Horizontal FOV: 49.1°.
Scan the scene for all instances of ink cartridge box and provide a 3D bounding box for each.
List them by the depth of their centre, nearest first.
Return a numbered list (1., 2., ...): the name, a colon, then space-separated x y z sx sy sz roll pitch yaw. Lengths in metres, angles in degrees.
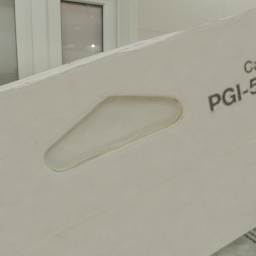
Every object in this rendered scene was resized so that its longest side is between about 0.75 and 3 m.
1. ink cartridge box: -0.445 0.048 2.360 1.983 1.120 2.702 -22 17 -16

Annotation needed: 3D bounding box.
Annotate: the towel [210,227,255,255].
1. towel: 1.326 0.672 2.253 2.223 0.399 2.309 -3 10 -14
